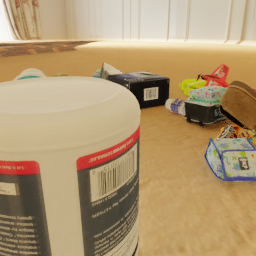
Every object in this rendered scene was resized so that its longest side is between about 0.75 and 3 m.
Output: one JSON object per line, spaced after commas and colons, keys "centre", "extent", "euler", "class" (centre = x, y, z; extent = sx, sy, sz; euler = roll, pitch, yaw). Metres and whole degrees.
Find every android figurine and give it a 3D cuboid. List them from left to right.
{"centre": [3.310, -1.797, 12.616], "extent": [2.125, 0.436, 1.934], "euler": [23, 32, 39], "class": "android figurine"}

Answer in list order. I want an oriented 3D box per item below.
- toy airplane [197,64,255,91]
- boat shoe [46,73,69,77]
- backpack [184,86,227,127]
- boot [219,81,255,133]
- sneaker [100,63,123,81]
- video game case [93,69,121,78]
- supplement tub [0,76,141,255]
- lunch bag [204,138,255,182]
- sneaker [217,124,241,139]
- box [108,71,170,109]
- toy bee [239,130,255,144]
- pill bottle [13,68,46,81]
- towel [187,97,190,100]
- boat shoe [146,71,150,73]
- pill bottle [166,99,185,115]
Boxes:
{"centre": [4.164, -1.869, 11.956], "extent": [2.509, 0.461, 2.509], "euler": [0, 45, 0], "class": "toy airplane"}
{"centre": [-3.712, -2.438, 14.167], "extent": [1.532, 0.559, 0.482], "euler": [-6, 31, -11], "class": "boat shoe"}
{"centre": [2.749, -0.750, 9.061], "extent": [1.585, 1.194, 1.407], "euler": [-7, 15, -28], "class": "backpack"}
{"centre": [3.150, -0.132, 6.614], "extent": [2.223, 0.839, 0.818], "euler": [35, -14, 6], "class": "boot"}
{"centre": [-0.805, -2.622, 14.356], "extent": [1.168, 0.999, 2.682], "euler": [6, 26, -17], "class": "sneaker"}
{"centre": [-1.204, -3.216, 16.574], "extent": [1.501, 0.187, 2.098], "euler": [1, 21, 2], "class": "video game case"}
{"centre": [-0.752, 0.812, 3.155], "extent": [1.780, 2.536, 1.780], "euler": [0, 22, 0], "class": "supplement tub"}
{"centre": [2.299, 0.719, 6.009], "extent": [0.952, 0.713, 1.120], "euler": [0, 35, -6], "class": "lunch bag"}
{"centre": [2.594, 0.240, 7.123], "extent": [0.448, 0.454, 1.159], "euler": [-30, 17, 36], "class": "sneaker"}
{"centre": [0.388, -1.541, 11.084], "extent": [1.819, 1.121, 1.805], "euler": [-11, 23, -27], "class": "box"}
{"centre": [3.401, 0.097, 7.619], "extent": [0.924, 0.502, 0.605], "euler": [-33, 66, -26], "class": "toy bee"}
{"centre": [-2.649, -0.716, 7.822], "extent": [1.239, 1.239, 2.236], "euler": [-5, 47, -13], "class": "pill bottle"}
{"centre": [3.111, -0.917, 10.577], "extent": [1.427, 0.344, 1.222], "euler": [-3, 19, -7], "class": "towel"}
{"centre": [0.741, -2.978, 15.674], "extent": [1.103, 0.417, 0.407], "euler": [-6, 19, -16], "class": "boat shoe"}
{"centre": [1.766, -0.788, 10.016], "extent": [0.490, 0.490, 0.818], "euler": [-18, 27, -38], "class": "pill bottle"}
